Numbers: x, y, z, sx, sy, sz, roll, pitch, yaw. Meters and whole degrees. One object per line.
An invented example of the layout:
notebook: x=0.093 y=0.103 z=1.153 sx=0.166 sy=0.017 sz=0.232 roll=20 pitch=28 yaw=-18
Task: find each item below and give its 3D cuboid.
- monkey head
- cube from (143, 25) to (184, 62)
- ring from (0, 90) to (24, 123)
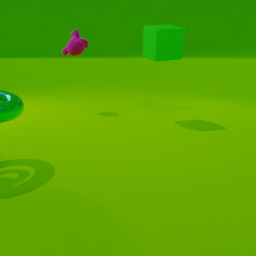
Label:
monkey head: x=-1.983 y=-3.186 z=10.488 sx=1.253 sy=0.902 sz=0.755 roll=-17 pitch=13 yaw=41
cube: x=1.116 y=-2.740 z=8.994 sx=0.968 sy=0.968 sz=0.968 roll=-10 pitch=29 yaw=-19
ring: x=-2.945 y=-0.461 z=5.350 sx=1.809 sy=0.362 sz=1.809 roll=8 pitch=17 yaw=-3
